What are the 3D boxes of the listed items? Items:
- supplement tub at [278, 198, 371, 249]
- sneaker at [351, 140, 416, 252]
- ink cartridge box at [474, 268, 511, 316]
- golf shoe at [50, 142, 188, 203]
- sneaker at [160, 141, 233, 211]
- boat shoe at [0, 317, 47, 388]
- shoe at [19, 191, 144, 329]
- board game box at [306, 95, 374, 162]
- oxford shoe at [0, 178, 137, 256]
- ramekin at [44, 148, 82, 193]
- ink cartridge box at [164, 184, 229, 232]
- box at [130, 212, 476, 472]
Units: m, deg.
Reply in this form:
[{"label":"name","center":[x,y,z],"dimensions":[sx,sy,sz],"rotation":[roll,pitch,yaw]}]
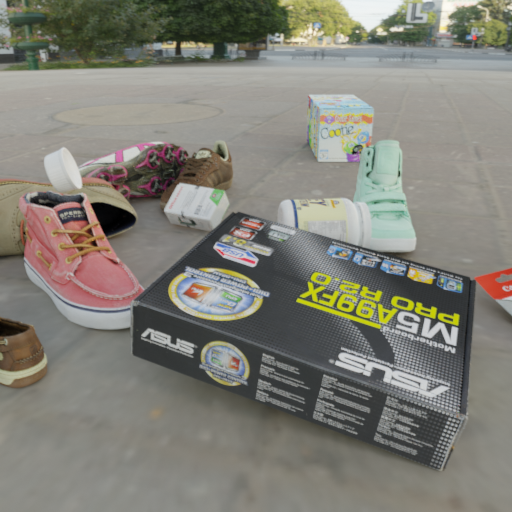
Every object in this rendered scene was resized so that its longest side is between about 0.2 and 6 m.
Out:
[{"label":"supplement tub","center":[1.016,-0.401,8.530],"dimensions":[1.291,0.936,0.936],"rotation":[-2,23,-6]},{"label":"sneaker","center":[2.088,-1.088,9.385],"dimensions":[0.965,1.547,2.622],"rotation":[1,24,-1]},{"label":"ink cartridge box","center":[3.447,0.479,6.882],"dimensions":[0.940,0.278,1.174],"rotation":[-11,44,-24]},{"label":"golf shoe","center":[-2.665,-1.686,11.336],"dimensions":[1.450,1.143,3.150],"rotation":[15,27,32]},{"label":"sneaker","center":[-1.230,-1.654,11.418],"dimensions":[0.949,1.018,2.694],"rotation":[6,23,15]},{"label":"boat shoe","center":[-2.972,0.799,6.006],"dimensions":[1.818,0.672,0.671],"rotation":[10,25,23]},{"label":"shoe","center":[-2.328,-0.048,7.305],"dimensions":[0.963,1.227,2.696],"rotation":[-20,30,-39]},{"label":"board game box","center":[2.246,-3.591,15.535],"dimensions":[1.424,1.398,2.715],"rotation":[0,23,-1]},{"label":"oxford shoe","center":[-3.385,-0.563,8.737],"dimensions":[3.214,1.132,1.202],"rotation":[-21,36,-38]},{"label":"ramekin","center":[-2.710,-1.181,7.837],"dimensions":[0.294,0.603,0.603],"rotation":[-18,24,0]},{"label":"ink cartridge box","center":[-1.049,-0.860,9.913],"dimensions":[0.933,0.392,0.681],"rotation":[13,61,22]},{"label":"box","center":[0.626,0.598,5.758],"dimensions":[2.997,0.663,2.401],"rotation":[17,29,16]}]
